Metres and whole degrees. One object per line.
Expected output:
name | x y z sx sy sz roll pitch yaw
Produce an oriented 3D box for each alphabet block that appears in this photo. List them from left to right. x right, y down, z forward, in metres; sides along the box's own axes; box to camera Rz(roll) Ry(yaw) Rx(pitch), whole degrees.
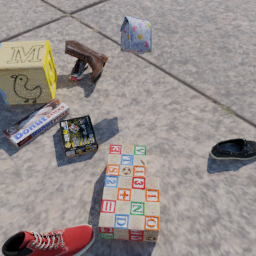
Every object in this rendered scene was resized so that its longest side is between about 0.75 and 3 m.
alphabet block | -4.320 -2.387 12.056 2.070 2.022 2.033 -4 51 -2

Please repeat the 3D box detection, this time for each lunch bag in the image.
lunch bag | 0.325 -3.718 11.275 1.144 1.349 0.858 -4 7 -34

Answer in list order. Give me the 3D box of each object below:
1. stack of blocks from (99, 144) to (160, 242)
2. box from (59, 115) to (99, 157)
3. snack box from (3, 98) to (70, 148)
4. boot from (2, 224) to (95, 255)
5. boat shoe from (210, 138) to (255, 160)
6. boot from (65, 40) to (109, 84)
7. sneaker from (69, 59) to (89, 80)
stack of blocks | 0.124 1.954 8.966 1.708 0.869 2.967 3 48 2
box | -1.917 0.259 10.794 1.272 0.393 1.592 -14 50 -10
snack box | -3.625 -0.280 11.304 0.930 0.315 2.587 34 57 26
boot | -2.029 3.030 7.510 2.302 1.660 0.833 -17 51 -15
boat shoe | 4.045 0.682 10.232 1.991 0.660 0.744 -1 49 -1
boot | -2.151 -3.169 13.070 2.122 0.682 1.978 26 48 -9
sneaker | -2.395 -2.898 13.421 0.650 0.602 1.613 9 50 8
